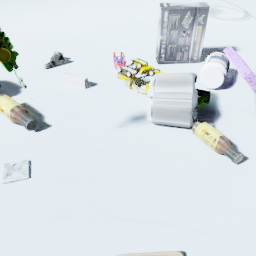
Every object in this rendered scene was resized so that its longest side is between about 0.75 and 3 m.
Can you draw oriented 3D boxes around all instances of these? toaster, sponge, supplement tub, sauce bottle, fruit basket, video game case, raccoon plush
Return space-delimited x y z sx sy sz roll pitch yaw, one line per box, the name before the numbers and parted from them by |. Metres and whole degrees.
toaster | 1.657 -1.023 10.368 1.741 1.532 2.695 3 38 10
sponge | 5.190 -2.521 12.391 1.576 0.421 2.825 37 29 -25
supplement tub | 3.910 -2.601 12.637 1.162 1.162 1.656 15 41 18
sauce bottle | -4.173 -0.565 10.397 2.232 0.722 0.722 30 47 34
fruit basket | 2.961 -1.268 11.470 0.861 0.621 0.861 6 21 -2
video game case | -3.405 1.312 8.509 0.740 0.089 0.812 -10 39 -13
sauce bottle | 2.920 0.440 9.193 0.617 0.617 1.908 -19 40 -23
raccoon plush | -3.884 -3.562 14.366 1.344 0.650 0.900 -23 36 -26

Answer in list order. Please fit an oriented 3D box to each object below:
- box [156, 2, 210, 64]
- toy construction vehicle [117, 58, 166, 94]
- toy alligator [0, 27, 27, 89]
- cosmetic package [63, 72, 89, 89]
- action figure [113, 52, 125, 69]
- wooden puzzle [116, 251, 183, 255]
box | 2.606 -4.629 13.832 2.276 2.874 0.695 -4 40 -4
toy construction vehicle | 0.607 -2.341 12.772 2.313 0.814 2.013 31 36 30
toy alligator | -2.964 -1.846 6.761 0.587 2.163 0.641 -47 51 -12
cosmetic package | -2.346 -2.152 12.629 1.181 0.488 0.299 19 39 22
action figure | -0.478 -3.596 14.197 0.591 0.897 1.812 -3 41 -4
wooden puzzle | 0.481 3.387 5.671 2.802 0.328 1.890 -6 39 -8
